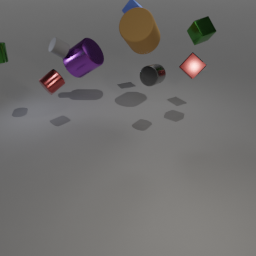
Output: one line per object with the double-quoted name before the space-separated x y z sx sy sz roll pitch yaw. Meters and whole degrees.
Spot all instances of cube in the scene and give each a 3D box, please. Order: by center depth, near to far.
"cube" 2.405 -2.315 10.491 0.700 0.700 0.700 43 14 -1
"cube" 2.870 -3.801 10.967 0.700 0.700 0.700 -24 -6 -17
"cube" 0.292 -5.238 12.609 0.700 0.700 0.700 17 34 -48

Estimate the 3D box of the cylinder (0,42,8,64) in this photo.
"cylinder" -4.871 -2.788 10.389 0.700 0.700 0.700 -1 23 1

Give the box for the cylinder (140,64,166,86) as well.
"cylinder" 0.864 -1.846 9.749 0.700 0.700 0.700 16 23 26

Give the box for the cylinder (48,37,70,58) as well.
"cylinder" -3.106 -3.616 12.627 0.700 0.700 0.700 21 13 -37

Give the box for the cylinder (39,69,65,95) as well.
"cylinder" -2.849 -1.729 10.521 0.700 0.700 0.700 -44 44 -14

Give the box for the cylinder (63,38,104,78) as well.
"cylinder" -2.097 -3.287 13.209 1.400 1.400 1.400 -23 16 32

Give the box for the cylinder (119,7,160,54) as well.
"cylinder" 0.503 -3.885 11.328 1.400 1.400 1.400 10 -3 18
